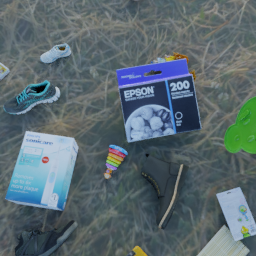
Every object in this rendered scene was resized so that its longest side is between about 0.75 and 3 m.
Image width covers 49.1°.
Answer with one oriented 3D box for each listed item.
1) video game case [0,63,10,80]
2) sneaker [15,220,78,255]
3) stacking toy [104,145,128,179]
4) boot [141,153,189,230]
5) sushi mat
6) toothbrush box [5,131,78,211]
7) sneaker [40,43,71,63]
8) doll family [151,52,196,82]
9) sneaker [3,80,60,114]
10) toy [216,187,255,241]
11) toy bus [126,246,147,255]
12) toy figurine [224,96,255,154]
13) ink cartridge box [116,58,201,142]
[{"bbox_3d":[-6.686,-2.420,12.227,2.238,0.256,2.037,36,72,14],"label":"video game case"},{"bbox_3d":[-2.834,3.655,9.436,2.249,0.860,1.288,-37,79,-8],"label":"sneaker"},{"bbox_3d":[-0.578,1.319,10.578,0.737,0.697,1.270,24,82,6],"label":"stacking toy"},{"bbox_3d":[1.019,2.202,10.098,1.690,0.946,2.443,20,56,13],"label":"boot"},{"bbox_3d":[2.947,4.559,9.464,2.410,0.146,1.153,-41,73,-15],"label":"sushi mat"},{"bbox_3d":[-3.014,1.550,10.176,1.843,1.074,2.517,9,67,3],"label":"toothbrush box"},{"bbox_3d":[-3.254,-3.354,12.435,1.383,0.559,0.529,-25,72,-9],"label":"sneaker"},{"bbox_3d":[1.959,-2.258,11.676,1.558,1.131,2.510,-10,68,-4],"label":"doll family"},{"bbox_3d":[-3.993,-1.342,11.351,2.317,1.057,0.899,-24,70,-9],"label":"sneaker"},{"bbox_3d":[3.831,3.045,9.946,0.938,0.385,1.630,-14,67,-9],"label":"toy"},{"bbox_3d":[-0.337,4.955,8.832,2.553,0.999,0.831,-42,72,-15],"label":"toy bus"},{"bbox_3d":[5.359,0.218,10.247,2.468,2.681,2.013,9,58,-18],"label":"toy figurine"},{"bbox_3d":[1.173,-1.136,10.947,2.935,0.643,2.963,-10,88,-1],"label":"ink cartridge box"}]
